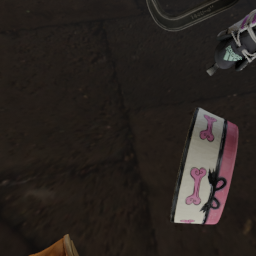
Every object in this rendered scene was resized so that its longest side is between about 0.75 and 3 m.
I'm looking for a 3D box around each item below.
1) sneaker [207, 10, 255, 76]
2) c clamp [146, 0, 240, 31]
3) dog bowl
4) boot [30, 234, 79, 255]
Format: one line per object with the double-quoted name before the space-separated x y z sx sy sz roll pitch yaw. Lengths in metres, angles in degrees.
"sneaker" 2.179 -1.489 4.940 1.791 2.560 0.995 -32 92 23
"c clamp" 1.463 -3.555 6.408 2.729 2.332 0.370 -22 35 36
"dog bowl" 0.964 0.509 3.509 0.546 1.480 1.480 13 56 15
"boot" -1.315 2.044 3.680 1.364 1.763 0.649 -20 73 -28
